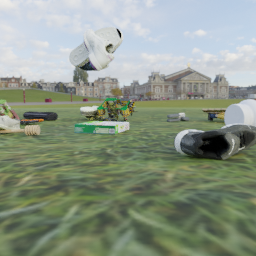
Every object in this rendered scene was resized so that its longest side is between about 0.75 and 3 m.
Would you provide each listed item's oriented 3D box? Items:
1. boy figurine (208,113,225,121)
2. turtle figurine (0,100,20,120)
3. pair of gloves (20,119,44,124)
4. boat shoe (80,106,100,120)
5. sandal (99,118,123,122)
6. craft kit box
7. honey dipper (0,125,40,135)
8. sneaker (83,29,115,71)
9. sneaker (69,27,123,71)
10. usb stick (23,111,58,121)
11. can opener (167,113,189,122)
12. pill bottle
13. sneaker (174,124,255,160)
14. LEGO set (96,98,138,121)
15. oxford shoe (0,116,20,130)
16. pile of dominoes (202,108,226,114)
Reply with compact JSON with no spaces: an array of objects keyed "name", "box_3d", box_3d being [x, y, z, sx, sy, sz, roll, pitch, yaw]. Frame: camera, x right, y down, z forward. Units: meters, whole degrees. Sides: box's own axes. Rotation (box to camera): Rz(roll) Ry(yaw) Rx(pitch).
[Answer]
[{"name":"boy figurine","box_3d":[4.968,-0.546,14.610,1.467,0.472,0.912,8,-5,43]},{"name":"turtle figurine","box_3d":[-5.608,-0.636,12.481,1.316,1.276,0.947,34,62,22]},{"name":"pair of gloves","box_3d":[-5.056,-0.287,13.214,1.745,0.216,1.555,-1,3,18]},{"name":"boat shoe","box_3d":[-2.093,-0.857,16.572,0.888,0.743,2.485,14,10,16]},{"name":"sandal","box_3d":[-0.748,-0.329,13.179,1.406,0.301,0.535,3,6,31]},{"name":"craft kit box","box_3d":[-0.884,-0.027,9.908,1.504,0.365,1.485,2,3,17]},{"name":"honey dipper","box_3d":[-3.635,0.096,8.889,1.681,0.319,0.319,-3,5,8]},{"name":"sneaker","box_3d":[-1.137,-3.314,11.460,1.128,2.264,0.848,-28,-33,12]},{"name":"sneaker","box_3d":[-1.159,-3.661,13.372,2.939,1.184,2.152,-23,-6,24]},{"name":"usb stick","box_3d":[-5.178,-0.711,16.434,2.906,0.474,0.806,5,14,43]},{"name":"can opener","box_3d":[2.689,-0.565,15.002,1.647,0.434,0.547,-6,8,-45]},{"name":"pill bottle","box_3d":[4.163,-0.347,8.922,2.015,1.138,1.138,-3,6,-22]},{"name":"sneaker","box_3d":[1.855,0.287,5.302,1.822,0.605,0.824,-5,9,-14]},{"name":"LEGO set","box_3d":[-0.613,-0.840,16.054,2.217,1.285,1.705,-2,34,14]},{"name":"oxford shoe","box_3d":[-4.081,-0.172,9.074,0.651,0.500,1.731,5,-4,10]},{"name":"pile of dominoes","box_3d":[5.395,-0.588,14.488,2.307,0.471,2.960,11,-5,-40]}]
